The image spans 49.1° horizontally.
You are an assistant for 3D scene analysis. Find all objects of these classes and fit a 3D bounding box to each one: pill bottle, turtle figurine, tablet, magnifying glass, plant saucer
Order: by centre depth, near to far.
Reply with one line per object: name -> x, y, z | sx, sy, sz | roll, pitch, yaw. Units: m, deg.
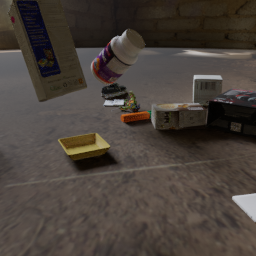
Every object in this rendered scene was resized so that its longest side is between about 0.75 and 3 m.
tablet -> 3.136, 1.670, 6.100 | 1.417, 0.097, 0.922 | -5, 21, -12
plant saucer -> -1.368, 0.598, 8.676 | 1.313, 0.318, 1.313 | -10, 23, -24
pill bottle -> -0.417, -2.974, 11.747 | 2.367, 1.319, 1.319 | -36, -7, 40
magnifying glass -> 1.135, -0.576, 11.937 | 2.993, 0.335, 1.191 | -7, 22, -23
turtle figurine -> -0.066, -1.301, 12.933 | 1.314, 0.946, 1.274 | 3, 16, -1

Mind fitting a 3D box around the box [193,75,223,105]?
box -> 3.912, -1.879, 13.877 | 1.338, 1.345, 1.152 | 3, 22, 12

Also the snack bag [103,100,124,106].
snack bag -> -0.696, -1.265, 14.009 | 1.002, 0.107, 0.945 | 1, 21, 3

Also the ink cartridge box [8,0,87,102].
ink cartridge box -> -1.963, -2.113, 6.769 | 0.509, 2.746, 1.300 | -4, 15, 42

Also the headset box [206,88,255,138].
headset box -> 4.726, -0.714, 11.025 | 2.229, 1.125, 2.999 | 15, 25, 35

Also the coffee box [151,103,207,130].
coffee box -> 1.938, -0.470, 10.891 | 1.926, 0.768, 1.102 | -1, 20, -3

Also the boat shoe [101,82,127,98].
boat shoe -> -0.761, -2.236, 15.752 | 0.767, 0.710, 2.078 | 16, 26, 37
